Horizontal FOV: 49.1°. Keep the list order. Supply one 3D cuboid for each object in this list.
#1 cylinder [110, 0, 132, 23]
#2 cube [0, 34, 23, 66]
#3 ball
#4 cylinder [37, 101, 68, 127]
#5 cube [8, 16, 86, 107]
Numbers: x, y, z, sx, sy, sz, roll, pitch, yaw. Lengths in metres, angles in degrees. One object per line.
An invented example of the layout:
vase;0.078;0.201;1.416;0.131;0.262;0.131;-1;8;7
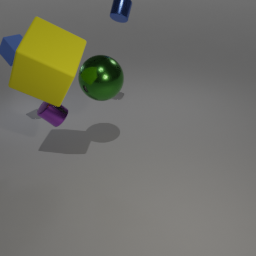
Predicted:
cylinder;-0.260;-4.357;10.297;0.700;0.700;0.700;14;-3;1
cube;-3.856;-2.664;9.579;0.700;0.700;0.700;50;41;2
ball;-0.823;-1.533;8.630;1.400;1.400;1.400;0;30;0
cylinder;-2.361;-0.502;8.799;0.700;0.700;0.700;-32;36;28
cube;-2.086;-1.682;7.299;1.400;1.400;1.400;22;52;-18
